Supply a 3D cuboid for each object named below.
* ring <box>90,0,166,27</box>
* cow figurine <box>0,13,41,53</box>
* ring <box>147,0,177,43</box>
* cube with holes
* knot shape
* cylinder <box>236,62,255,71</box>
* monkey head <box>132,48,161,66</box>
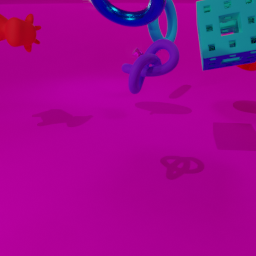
[{"bbox_3d":[-0.043,-3.366,7.123,2.052,2.052,0.410,8,69,15],"label":"ring"},{"bbox_3d":[-3.140,-2.481,6.944,1.693,0.944,1.720,-2,24,-33],"label":"cow figurine"},{"bbox_3d":[1.169,-3.556,9.335,0.358,1.791,1.791,4,24,34],"label":"ring"},{"bbox_3d":[2.050,-1.934,5.762,1.122,1.122,1.122,-7,-2,14],"label":"cube with holes"},{"bbox_3d":[0.280,-0.966,4.579,1.054,0.487,0.987,-21,23,45],"label":"knot shape"},{"bbox_3d":[3.683,-2.449,8.165,1.126,1.126,1.126,3,56,-4],"label":"cylinder"},{"bbox_3d":[0.480,-2.027,8.304,0.795,1.105,0.666,38,17,-9],"label":"monkey head"}]
